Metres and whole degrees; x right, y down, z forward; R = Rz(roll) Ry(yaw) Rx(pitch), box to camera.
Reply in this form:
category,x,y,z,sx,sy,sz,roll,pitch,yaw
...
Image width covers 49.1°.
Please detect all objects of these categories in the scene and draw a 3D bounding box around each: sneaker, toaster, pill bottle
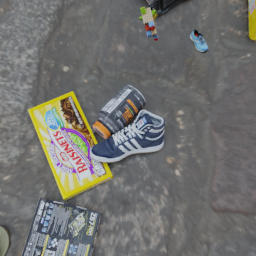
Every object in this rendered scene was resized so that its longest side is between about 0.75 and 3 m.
category,x,y,z,sx,sy,sz,roll,pitch,yaw
sneaker,2.376,-2.917,9.338,0.339,0.389,0.864,-29,73,-10
toaster,1.255,-4.967,9.617,2.163,1.229,1.397,-34,70,-1
pill bottle,-0.294,-0.429,8.217,0.857,0.857,1.612,39,76,13
sneaker,0.020,0.200,7.616,2.162,1.173,0.758,-10,46,-16

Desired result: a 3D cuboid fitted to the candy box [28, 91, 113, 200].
category,x,y,z,sx,sy,sz,roll,pitch,yaw
candy box,-1.706,0.439,8.153,1.490,0.385,2.916,-25,73,-8

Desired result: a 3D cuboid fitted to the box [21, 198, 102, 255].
category,x,y,z,sx,sy,sz,roll,pitch,yaw
box,-1.744,3.016,7.187,1.695,0.516,2.103,11,71,5

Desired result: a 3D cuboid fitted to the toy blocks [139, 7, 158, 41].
category,x,y,z,sx,sy,sz,roll,pitch,yaw
toy blocks,0.579,-2.654,7.296,0.475,0.951,0.650,-13,87,12

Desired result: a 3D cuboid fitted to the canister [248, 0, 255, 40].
category,x,y,z,sx,sy,sz,roll,pitch,yaw
canister,4.508,-4.055,9.216,0.825,1.416,1.907,6,73,3

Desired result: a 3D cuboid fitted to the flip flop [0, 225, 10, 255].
category,x,y,z,sx,sy,sz,roll,pitch,yaw
flip flop,-3.532,3.274,7.136,0.614,0.436,1.513,19,72,7
